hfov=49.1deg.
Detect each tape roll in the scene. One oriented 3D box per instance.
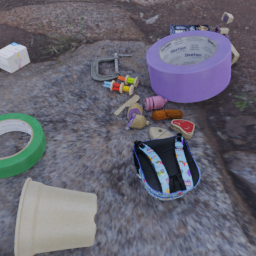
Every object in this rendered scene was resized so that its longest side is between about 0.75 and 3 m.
[{"bbox_3d":[-3.662,0.475,8.520,2.206,0.530,2.206,0,47,0],"label":"tape roll"},{"bbox_3d":[2.223,-2.334,10.318,2.977,1.265,2.977,-9,41,8],"label":"tape roll"}]

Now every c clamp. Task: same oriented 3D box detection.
[{"bbox_3d":[-0.711,-2.581,11.665,1.706,0.270,1.996,1,46,1],"label":"c clamp"}]

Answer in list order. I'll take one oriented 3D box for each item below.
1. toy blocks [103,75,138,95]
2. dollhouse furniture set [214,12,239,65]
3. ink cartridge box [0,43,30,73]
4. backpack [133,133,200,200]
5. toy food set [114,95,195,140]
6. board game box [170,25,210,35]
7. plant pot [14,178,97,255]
[{"bbox_3d":[-0.279,-1.730,10.740,1.136,0.412,0.947,15,48,15],"label":"toy blocks"},{"bbox_3d":[3.882,-3.716,11.895,1.357,1.515,1.912,-5,53,-13],"label":"dollhouse furniture set"},{"bbox_3d":[-4.839,-2.888,11.631,0.757,0.737,1.178,25,51,23],"label":"ink cartridge box"},{"bbox_3d":[1.025,1.146,7.412,1.590,1.171,1.741,-10,46,-10],"label":"backpack"},{"bbox_3d":[1.026,-0.372,9.387,2.883,0.454,1.833,29,52,25],"label":"toy food set"},{"bbox_3d":[2.941,-3.879,12.774,1.844,0.471,2.722,0,46,1],"label":"board game box"},{"bbox_3d":[-1.544,2.052,6.351,1.596,1.744,1.744,5,45,-10],"label":"plant pot"}]
